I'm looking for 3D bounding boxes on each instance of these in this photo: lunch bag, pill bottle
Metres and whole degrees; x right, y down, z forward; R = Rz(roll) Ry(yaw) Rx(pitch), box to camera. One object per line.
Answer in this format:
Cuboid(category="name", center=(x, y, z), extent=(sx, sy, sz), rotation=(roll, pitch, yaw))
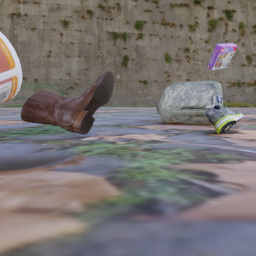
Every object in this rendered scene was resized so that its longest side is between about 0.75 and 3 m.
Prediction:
Cuboid(category="lunch bag", center=(2.209, -0.785, 9.675), extent=(2.110, 1.471, 1.770), rotation=(2, 22, 24))
Cuboid(category="pill bottle", center=(-3.192, -0.686, 4.382), extent=(1.545, 1.545, 2.754), rotation=(3, 27, 27))

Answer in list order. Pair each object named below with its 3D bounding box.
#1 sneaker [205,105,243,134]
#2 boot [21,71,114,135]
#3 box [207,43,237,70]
Cuboid(category="sneaker", center=(2.382, -0.303, 6.932), extent=(0.577, 0.632, 1.561), rotation=(-47, -18, 24))
Cuboid(category="boot", center=(-1.440, -0.741, 6.541), extent=(1.897, 1.768, 0.609), rotation=(12, -32, 29))
Cuboid(category="box", center=(2.769, -2.098, 8.222), extent=(0.204, 0.713, 1.041), rotation=(38, 37, 30))
